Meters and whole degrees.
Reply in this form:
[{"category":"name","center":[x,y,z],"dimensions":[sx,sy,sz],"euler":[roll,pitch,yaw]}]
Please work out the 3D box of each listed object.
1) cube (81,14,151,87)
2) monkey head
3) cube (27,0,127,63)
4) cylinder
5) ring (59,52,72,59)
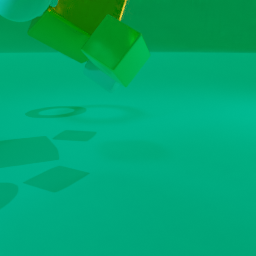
[{"category":"cube","center":[-0.172,-1.218,4.510],"dimensions":[0.708,0.708,0.708],"euler":[37,0,20]},{"category":"monkey head","center":[-1.277,-1.734,3.310],"dimensions":[1.214,0.874,0.732],"euler":[-21,8,23]},{"category":"cube","center":[-1.013,-2.308,5.642],"dimensions":[1.330,1.330,1.330],"euler":[24,-15,-32]},{"category":"cylinder","center":[-0.546,-1.455,7.069],"dimensions":[0.851,0.851,0.851],"euler":[35,22,3]},{"category":"ring","center":[-1.453,-2.791,9.588],"dimensions":[2.081,0.416,2.081],"euler":[0,-6,0]}]
